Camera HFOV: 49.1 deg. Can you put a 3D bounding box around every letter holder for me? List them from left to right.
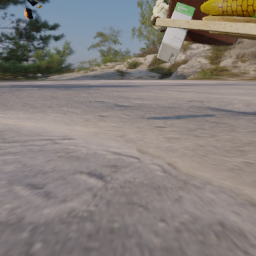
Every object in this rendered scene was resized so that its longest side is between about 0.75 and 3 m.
[{"bbox_3d":[2.080,-3.130,7.594,1.968,1.399,0.990,10,50,4],"label":"letter holder"}]

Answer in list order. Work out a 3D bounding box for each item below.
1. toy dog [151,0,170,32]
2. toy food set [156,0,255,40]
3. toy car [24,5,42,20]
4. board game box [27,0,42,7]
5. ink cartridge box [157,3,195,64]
[{"bbox_3d":[1.114,-3.724,9.268,1.055,1.088,0.759,-14,-38,35],"label":"toy dog"},{"bbox_3d":[1.810,-1.272,3.243,2.682,0.538,1.852,-6,23,-34],"label":"toy food set"},{"bbox_3d":[-3.236,-3.938,9.603,0.264,0.389,0.792,-6,25,38],"label":"toy car"},{"bbox_3d":[-2.195,-3.044,5.977,0.442,0.099,0.844,-19,-39,27],"label":"board game box"},{"bbox_3d":[1.173,-2.303,6.894,0.484,1.151,0.840,21,-13,2],"label":"ink cartridge box"}]
